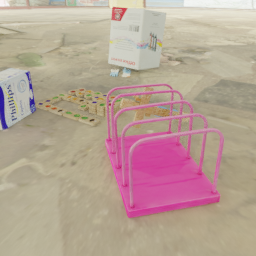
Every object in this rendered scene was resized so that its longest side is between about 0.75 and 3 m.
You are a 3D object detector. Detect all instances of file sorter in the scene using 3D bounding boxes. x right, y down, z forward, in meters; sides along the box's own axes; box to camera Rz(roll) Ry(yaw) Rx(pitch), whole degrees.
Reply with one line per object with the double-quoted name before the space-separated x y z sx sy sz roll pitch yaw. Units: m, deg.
"file sorter" 0.626 0.233 6.382 1.956 1.765 2.815 -7 29 -11

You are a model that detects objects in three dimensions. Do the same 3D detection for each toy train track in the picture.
"toy train track" 0.832 -0.567 8.508 2.267 1.300 0.369 11 23 -20

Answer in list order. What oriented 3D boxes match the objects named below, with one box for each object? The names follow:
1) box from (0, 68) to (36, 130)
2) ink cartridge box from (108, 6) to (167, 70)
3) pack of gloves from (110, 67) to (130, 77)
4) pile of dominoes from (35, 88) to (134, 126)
"box" -3.826 -0.948 8.877 0.844 1.479 1.608 12 31 19
"ink cartridge box" 0.429 -4.398 13.814 1.970 2.711 1.961 21 25 33
"pack of gloves" -0.368 -2.740 13.523 0.972 0.228 1.157 1 28 0
"pile of dominoes" -1.497 -1.033 10.092 2.989 0.476 2.330 17 33 28
